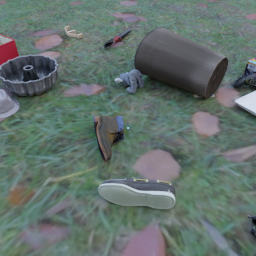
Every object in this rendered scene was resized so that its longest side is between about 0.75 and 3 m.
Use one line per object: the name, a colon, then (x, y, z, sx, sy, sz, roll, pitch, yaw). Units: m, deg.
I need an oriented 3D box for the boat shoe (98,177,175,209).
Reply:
boat shoe: (0.196, 1.339, 6.003, 1.626, 0.579, 0.489, 8, 35, 6)

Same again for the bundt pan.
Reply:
bundt pan: (-3.296, -1.730, 9.481, 1.954, 0.733, 1.954, 0, 41, 0)

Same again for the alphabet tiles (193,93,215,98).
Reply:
alphabet tiles: (2.496, -1.281, 9.492, 0.688, 0.031, 0.823, -3, 41, -3)

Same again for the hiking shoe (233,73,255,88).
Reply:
hiking shoe: (4.214, -1.538, 9.416, 1.247, 0.628, 0.472, -22, 8, 16)

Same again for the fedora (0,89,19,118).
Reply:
fedora: (-3.961, -0.826, 8.575, 1.153, 0.521, 1.020, 30, 49, 31)

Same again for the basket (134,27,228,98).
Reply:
basket: (1.826, -2.106, 9.241, 2.468, 1.678, 2.225, 32, 38, 28)

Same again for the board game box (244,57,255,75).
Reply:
board game box: (5.585, -1.947, 9.825, 1.829, 0.627, 2.212, -25, 46, -29)

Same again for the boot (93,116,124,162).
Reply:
boot: (-0.410, 0.168, 7.317, 0.836, 0.644, 1.724, -10, 39, -8)

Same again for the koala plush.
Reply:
koala plush: (0.018, -1.659, 9.498, 0.804, 0.739, 0.713, 17, 41, 37)

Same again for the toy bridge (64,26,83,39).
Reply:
toy bridge: (-2.658, -4.475, 13.140, 0.452, 0.183, 1.345, -28, 48, -29)

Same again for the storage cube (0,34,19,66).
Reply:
storage cube: (-4.811, -2.704, 10.356, 1.033, 1.086, 1.208, 24, 46, 25)

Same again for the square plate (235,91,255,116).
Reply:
square plate: (4.525, -0.597, 8.509, 1.809, 0.260, 1.827, -22, 45, -25)

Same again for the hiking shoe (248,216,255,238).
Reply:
hiking shoe: (2.603, 2.078, 5.342, 0.474, 0.357, 0.942, -3, 31, 9)

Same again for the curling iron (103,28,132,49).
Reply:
curling iron: (-0.389, -3.987, 12.434, 0.554, 0.285, 2.234, -17, 20, 41)
